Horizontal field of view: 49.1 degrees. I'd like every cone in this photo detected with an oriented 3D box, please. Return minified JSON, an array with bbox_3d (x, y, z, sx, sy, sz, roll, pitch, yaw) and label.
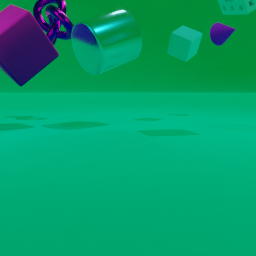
[{"bbox_3d":[3.654,-3.562,10.364,0.862,0.862,0.865,-4,6,-25],"label":"cone"}]

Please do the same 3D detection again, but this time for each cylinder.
[{"bbox_3d":[-0.571,-2.310,7.554,1.396,1.396,1.396,-30,24,-31],"label":"cylinder"}]

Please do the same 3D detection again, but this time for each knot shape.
[{"bbox_3d":[-2.550,-3.418,9.479,0.864,1.750,1.870,-12,52,-39],"label":"knot shape"}]

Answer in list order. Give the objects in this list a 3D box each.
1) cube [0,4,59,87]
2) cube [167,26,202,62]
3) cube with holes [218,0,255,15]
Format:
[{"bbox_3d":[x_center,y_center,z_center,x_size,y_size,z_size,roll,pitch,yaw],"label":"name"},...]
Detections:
[{"bbox_3d":[-2.827,-2.097,7.073,1.305,1.305,1.305,-44,46,-12],"label":"cube"},{"bbox_3d":[1.827,-2.733,9.061,0.746,0.746,0.746,32,51,22],"label":"cube"},{"bbox_3d":[2.395,-2.973,5.728,0.887,0.887,0.887,-34,26,0],"label":"cube with holes"}]
